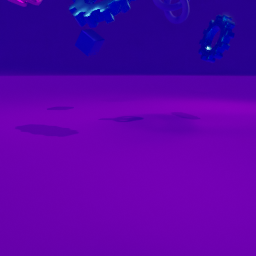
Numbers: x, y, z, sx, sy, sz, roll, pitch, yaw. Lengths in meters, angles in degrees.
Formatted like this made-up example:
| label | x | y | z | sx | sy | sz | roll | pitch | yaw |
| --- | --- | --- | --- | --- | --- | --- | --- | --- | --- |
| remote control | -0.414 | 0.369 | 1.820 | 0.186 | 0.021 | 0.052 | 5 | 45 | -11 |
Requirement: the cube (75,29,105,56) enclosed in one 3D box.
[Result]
| label | x | y | z | sx | sy | sz | roll | pitch | yaw |
| --- | --- | --- | --- | --- | --- | --- | --- | --- | --- |
| cube | -1.607 | -3.596 | 11.776 | 0.772 | 0.772 | 0.772 | 41 | 33 | 8 |

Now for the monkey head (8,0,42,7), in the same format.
| label | x | y | z | sx | sy | sz | roll | pitch | yaw |
| --- | --- | --- | --- | --- | --- | --- | --- | --- | --- |
| monkey head | -1.571 | -2.276 | 4.062 | 0.888 | 0.744 | 1.234 | 39 | 43 | 15 |

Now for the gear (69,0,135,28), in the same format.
| label | x | y | z | sx | sy | sz | roll | pitch | yaw |
| --- | --- | --- | --- | --- | --- | --- | --- | --- | --- |
| gear | -0.646 | -3.563 | 7.630 | 1.994 | 1.994 | 0.369 | 7 | -29 | 32 |

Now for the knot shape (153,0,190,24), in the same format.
| label | x | y | z | sx | sy | sz | roll | pitch | yaw |
| --- | --- | --- | --- | --- | --- | --- | --- | --- | --- |
| knot shape | 1.574 | -4.167 | 9.342 | 1.414 | 1.323 | 0.653 | -13 | 23 | 8 |

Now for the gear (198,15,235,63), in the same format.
| label | x | y | z | sx | sy | sz | roll | pitch | yaw |
| --- | --- | --- | --- | --- | --- | --- | --- | --- | --- |
| gear | 3.099 | -3.146 | 9.910 | 0.298 | 1.612 | 1.612 | 13 | 7 | -19 |
